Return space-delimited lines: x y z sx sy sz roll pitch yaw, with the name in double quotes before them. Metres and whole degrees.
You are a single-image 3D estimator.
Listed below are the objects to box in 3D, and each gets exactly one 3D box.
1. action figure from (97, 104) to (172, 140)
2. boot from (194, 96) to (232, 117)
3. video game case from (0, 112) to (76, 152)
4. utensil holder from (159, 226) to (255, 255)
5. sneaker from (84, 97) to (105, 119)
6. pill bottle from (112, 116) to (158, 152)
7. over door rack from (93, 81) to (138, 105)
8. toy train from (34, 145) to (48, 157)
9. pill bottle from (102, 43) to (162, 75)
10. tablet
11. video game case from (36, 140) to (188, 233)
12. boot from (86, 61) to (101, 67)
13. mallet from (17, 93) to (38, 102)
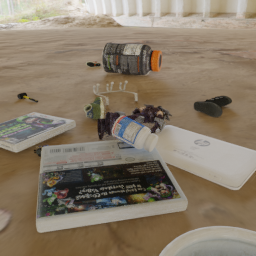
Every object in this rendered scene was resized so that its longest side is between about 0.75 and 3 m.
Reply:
"action figure" 0.237 -0.206 6.993 1.968 0.683 1.281 -12 9 -30
"boot" 2.794 -0.695 8.631 1.216 0.399 1.002 -12 27 -36
"video game case" -2.524 0.027 6.965 1.654 0.212 1.819 11 24 32
"utensil holder" 0.713 1.623 1.897 1.186 1.396 1.186 0 23 0
"sneaker" -1.029 -0.621 8.313 0.578 0.432 1.287 0 26 -12
"pill bottle" 0.146 0.129 5.470 0.840 0.471 0.471 28 32 20
"over door rack" -0.471 -1.317 9.853 1.168 0.527 1.581 -10 25 -20
"toy train" -1.408 0.470 6.033 1.215 0.207 0.278 -1 31 1
"pill bottle" 0.232 -3.212 13.147 2.664 1.415 1.415 8 25 16
"tablet" 1.480 0.481 6.113 2.529 0.173 1.645 20 30 38
"video game case" -0.399 0.839 4.983 2.267 0.265 2.061 -4 28 -12
"boot" -1.930 -3.479 15.185 0.816 0.295 0.589 -1 21 -23
"mallet" -3.450 -1.014 9.615 0.932 0.192 0.307 24 33 37
